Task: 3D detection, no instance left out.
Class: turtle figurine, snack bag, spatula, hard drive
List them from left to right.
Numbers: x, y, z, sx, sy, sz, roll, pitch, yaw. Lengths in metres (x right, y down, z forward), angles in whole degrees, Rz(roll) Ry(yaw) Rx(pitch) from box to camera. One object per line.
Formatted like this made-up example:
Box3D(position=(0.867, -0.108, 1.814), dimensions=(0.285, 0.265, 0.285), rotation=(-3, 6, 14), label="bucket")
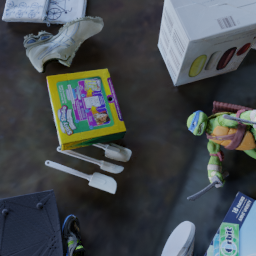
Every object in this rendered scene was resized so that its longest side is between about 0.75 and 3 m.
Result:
Box3D(position=(-2.274, 2.781, 6.352), dimensions=(1.664, 0.522, 2.468), rotation=(-10, 70, -4), label="hard drive")
Box3D(position=(-2.533, -4.388, 9.077), dimensions=(2.638, 0.282, 2.487), rotation=(4, 70, 1), label="snack bag")
Box3D(position=(-0.992, 0.778, 7.149), dimensions=(1.920, 0.154, 1.335), rotation=(18, 59, 10), label="spatula")
Box3D(position=(2.784, 0.644, 6.327), dimensions=(2.888, 2.978, 2.143), rotation=(11, 104, 0), label="turtle figurine")

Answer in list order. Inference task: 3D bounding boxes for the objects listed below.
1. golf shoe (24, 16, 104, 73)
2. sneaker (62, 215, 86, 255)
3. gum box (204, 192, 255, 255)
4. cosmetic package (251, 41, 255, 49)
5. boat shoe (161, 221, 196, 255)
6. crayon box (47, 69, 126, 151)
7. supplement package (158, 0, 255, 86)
Box3D(position=(-1.725, -2.386, 8.175), dimensions=(2.408, 0.943, 1.171), rotation=(-23, 89, -2), label="golf shoe")
Box3D(position=(-1.174, 2.633, 6.350), dimensions=(0.457, 0.534, 1.288), rotation=(8, 69, -43), label="sneaker")
Box3D(position=(3.063, 3.019, 5.805), dimensions=(2.696, 0.600, 2.290), rotation=(27, 72, 28), label="gum box")
Box3D(position=(4.534, -3.882, 7.796), dimensions=(2.328, 2.342, 2.799), rotation=(23, 72, 8), label="cosmetic package")
Box3D(position=(1.148, 3.040, 6.280), dimensions=(0.641, 0.650, 1.835), rotation=(36, 68, -16), label="boat shoe")
Box3D(position=(-1.118, -0.521, 7.369), dimensions=(1.664, 0.562, 1.929), rotation=(-11, 70, -15), label="crayon box")
Box3D(position=(2.051, -2.464, 7.409), dimensions=(2.016, 2.108, 1.550), rotation=(-16, 71, -5), label="supplement package")
